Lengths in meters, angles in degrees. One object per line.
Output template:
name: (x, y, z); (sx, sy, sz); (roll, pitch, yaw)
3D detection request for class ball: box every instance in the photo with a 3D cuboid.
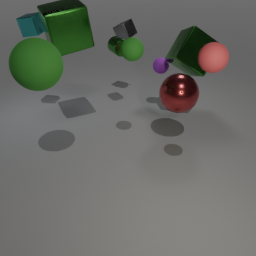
ball: (-2.460, -1.704, 7.552); (1.400, 1.400, 1.400); (0, 30, 0)
ball: (1.428, -2.704, 12.152); (0.700, 0.700, 0.700); (0, 30, 0)
ball: (1.809, -1.231, 9.940); (1.400, 1.400, 1.400); (0, 30, 0)
ball: (0.131, -2.370, 8.442); (0.700, 0.700, 0.700); (0, 30, 0)
ball: (1.992, -1.644, 6.556); (0.700, 0.700, 0.700); (0, 30, 0)

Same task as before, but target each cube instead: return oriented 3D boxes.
cube: (2.576, -3.025, 11.234); (1.400, 1.400, 1.400); (29, 5, -15)
cube: (-2.133, -3.494, 9.636); (1.400, 1.400, 1.400); (-21, 41, -14)
cube: (-0.129, -4.502, 12.927); (0.700, 0.700, 0.700); (-2, 34, 44)
cube: (-3.613, -3.888, 10.540); (0.700, 0.700, 0.700); (0, 35, 18)

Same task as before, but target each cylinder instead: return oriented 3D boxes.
cylinder: (-0.405, -3.438, 11.780); (0.700, 0.700, 0.700); (-15, 36, -25)
